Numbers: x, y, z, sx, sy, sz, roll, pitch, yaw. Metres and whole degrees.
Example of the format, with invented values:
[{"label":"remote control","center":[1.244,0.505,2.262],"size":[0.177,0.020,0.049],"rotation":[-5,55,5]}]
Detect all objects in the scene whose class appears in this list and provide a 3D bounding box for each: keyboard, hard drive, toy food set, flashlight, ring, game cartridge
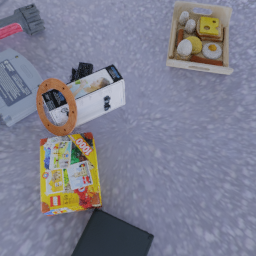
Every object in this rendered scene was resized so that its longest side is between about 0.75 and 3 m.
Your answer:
[{"label":"keyboard","center":[-1.495,-1.565,8.680],"size":[0.664,0.253,1.275],"rotation":[5,62,2]},{"label":"hard drive","center":[-0.541,3.122,6.210],"size":[1.553,0.366,2.225],"rotation":[22,65,11]},{"label":"toy food set","center":[2.378,-3.004,9.070],"size":[2.000,0.842,2.787],"rotation":[9,63,4]},{"label":"flashlight","center":[-4.113,-3.022,9.106],"size":[2.819,0.954,0.958],"rotation":[-29,69,-19]},{"label":"ring","center":[-1.845,-0.533,7.280],"size":[1.530,1.530,0.147],"rotation":[41,33,19]},{"label":"game cartridge","center":[-3.462,-1.324,8.453],"size":[1.599,0.499,2.401],"rotation":[-33,67,-19]}]

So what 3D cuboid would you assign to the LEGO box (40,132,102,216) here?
[{"label":"LEGO box","center":[-1.443,1.135,7.033],"size":[1.364,0.707,1.831],"rotation":[-8,63,-4]}]

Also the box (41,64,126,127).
[{"label":"box","center":[-1.140,-0.786,7.741],"size":[2.115,1.234,0.636],"rotation":[-26,63,-11]}]
